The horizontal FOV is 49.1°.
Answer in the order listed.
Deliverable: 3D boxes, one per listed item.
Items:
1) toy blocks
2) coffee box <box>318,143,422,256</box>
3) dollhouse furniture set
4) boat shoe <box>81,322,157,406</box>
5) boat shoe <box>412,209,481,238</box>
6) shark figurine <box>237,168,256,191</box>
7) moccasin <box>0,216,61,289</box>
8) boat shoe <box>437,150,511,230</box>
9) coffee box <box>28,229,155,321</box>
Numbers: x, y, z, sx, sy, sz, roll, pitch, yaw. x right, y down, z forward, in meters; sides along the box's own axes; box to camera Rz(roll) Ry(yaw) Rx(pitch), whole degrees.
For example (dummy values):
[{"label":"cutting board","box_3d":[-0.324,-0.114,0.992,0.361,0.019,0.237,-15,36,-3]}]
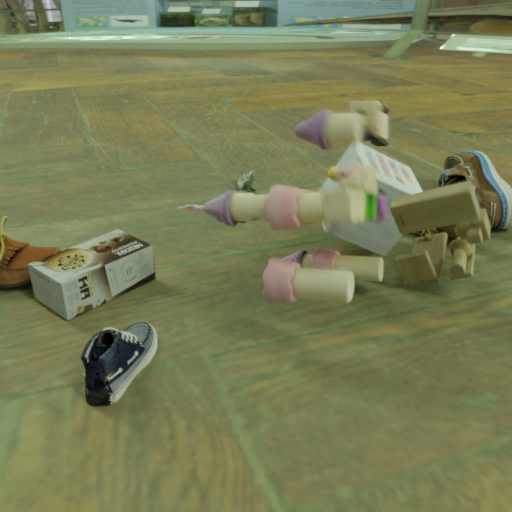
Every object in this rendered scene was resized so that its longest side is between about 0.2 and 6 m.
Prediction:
[{"label":"toy blocks","box_3d":[0.528,-0.854,8.218,2.350,2.791,2.609,3,6,24]},{"label":"coffee box","box_3d":[1.983,-1.014,9.857,1.275,1.277,1.263,22,33,-17]},{"label":"dollhouse furniture set","box_3d":[2.870,-0.571,8.787,1.455,1.529,1.246,-12,32,33]},{"label":"boat shoe","box_3d":[-1.714,1.150,7.200,0.583,0.724,1.561,5,29,9]},{"label":"boat shoe","box_3d":[3.236,-0.762,10.833,0.796,0.887,2.398,-31,35,-31]},{"label":"shark figurine","box_3d":[-0.204,-1.657,13.055,0.463,0.664,1.111,20,5,-17]},{"label":"moccasin","box_3d":[-4.437,-0.085,9.253,2.583,0.997,0.945,7,28,13]},{"label":"boat shoe","box_3d":[4.473,-1.515,11.938,1.058,1.056,2.923,-3,28,-2]},{"label":"coffee box","box_3d":[-2.574,0.254,8.951,0.958,0.677,1.695,23,35,36]}]
